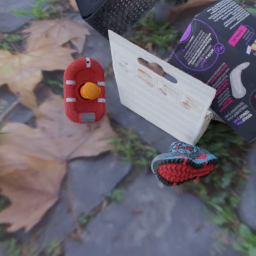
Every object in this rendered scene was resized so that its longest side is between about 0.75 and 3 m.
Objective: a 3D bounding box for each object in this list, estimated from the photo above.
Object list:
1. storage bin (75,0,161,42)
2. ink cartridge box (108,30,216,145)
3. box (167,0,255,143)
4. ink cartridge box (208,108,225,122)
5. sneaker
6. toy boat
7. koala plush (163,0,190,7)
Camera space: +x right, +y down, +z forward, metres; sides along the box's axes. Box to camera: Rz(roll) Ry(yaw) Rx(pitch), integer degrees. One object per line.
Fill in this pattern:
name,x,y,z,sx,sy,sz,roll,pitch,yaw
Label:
storage bin,-0.152,-4.120,8.199,2.681,1.257,1.812,-39,50,22
ink cartridge box,0.799,-0.856,6.273,2.354,2.940,0.695,34,73,17
box,2.505,-1.326,6.372,2.734,1.672,1.450,45,58,8
ink cartridge box,2.423,-0.566,7.505,1.291,0.541,1.134,15,66,9
sneaker,1.116,0.730,6.218,1.924,0.763,0.919,5,29,-42
toy boat,-1.010,-0.939,7.062,1.091,1.092,1.671,-3,93,-26
koala plush,1.385,-4.676,8.937,1.682,1.546,1.492,-23,78,-51
